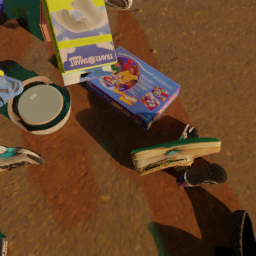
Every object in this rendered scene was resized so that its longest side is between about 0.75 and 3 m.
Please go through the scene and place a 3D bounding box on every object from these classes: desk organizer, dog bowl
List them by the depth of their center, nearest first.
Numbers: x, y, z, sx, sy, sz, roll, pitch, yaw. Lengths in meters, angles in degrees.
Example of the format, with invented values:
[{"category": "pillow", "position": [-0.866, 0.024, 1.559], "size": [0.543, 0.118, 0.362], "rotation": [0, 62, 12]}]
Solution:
[{"category": "dog bowl", "position": [-3.026, -0.752, 9.849], "size": [2.172, 0.637, 2.172], "rotation": [0, 65, 0]}, {"category": "desk organizer", "position": [-2.948, -4.994, 11.540], "size": [1.104, 1.028, 2.866], "rotation": [-5, 66, -5]}]

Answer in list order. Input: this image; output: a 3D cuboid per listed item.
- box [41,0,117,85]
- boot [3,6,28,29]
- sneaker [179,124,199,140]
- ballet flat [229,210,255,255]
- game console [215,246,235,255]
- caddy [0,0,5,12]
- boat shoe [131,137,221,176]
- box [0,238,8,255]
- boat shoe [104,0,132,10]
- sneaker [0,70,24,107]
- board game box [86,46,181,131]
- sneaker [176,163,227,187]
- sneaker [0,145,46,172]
[{"category": "box", "position": [-1.230, -2.469, 7.251], "size": [1.495, 0.584, 2.452], "rotation": [-17, 101, -21]}, {"category": "boot", "position": [-4.789, -4.701, 11.762], "size": [0.995, 0.362, 1.057], "rotation": [-18, 67, -7]}, {"category": "sneaker", "position": [2.073, 0.368, 9.493], "size": [0.569, 0.372, 1.017], "rotation": [25, 67, 12]}, {"category": "ballet flat", "position": [3.439, 3.471, 7.930], "size": [0.748, 0.639, 2.250], "rotation": [-6, 66, -18]}, {"category": "game console", "position": [2.796, 3.955, 8.039], "size": [0.598, 0.122, 1.015], "rotation": [8, 65, 3]}, {"category": "caddy", "position": [-5.682, -5.205, 11.838], "size": [0.910, 0.643, 0.478], "rotation": [-40, 78, -17]}, {"category": "boat shoe", "position": [1.531, 0.908, 8.847], "size": [2.806, 1.038, 0.931], "rotation": [-10, 94, 13]}, {"category": "box", "position": [-4.367, 4.084, 7.804], "size": [1.785, 0.447, 1.798], "rotation": [-5, 66, -3]}, {"category": "boat shoe", "position": [-1.020, -5.520, 11.287], "size": [2.697, 0.972, 0.957], "rotation": [24, 51, -27]}, {"category": "sneaker", "position": [-3.220, -0.926, 7.027], "size": [0.711, 2.156, 0.845], "rotation": [3, 90, -3]}, {"category": "board game box", "position": [0.157, -1.505, 10.174], "size": [2.863, 0.641, 1.925], "rotation": [37, 71, 15]}, {"category": "sneaker", "position": [2.307, 1.524, 8.875], "size": [1.743, 0.763, 0.660], "rotation": [2, 69, -27]}, {"category": "sneaker", "position": [-2.952, 0.836, 7.278], "size": [1.705, 0.630, 0.676], "rotation": [4, 72, 10]}]
